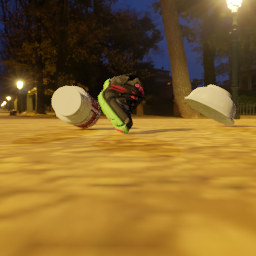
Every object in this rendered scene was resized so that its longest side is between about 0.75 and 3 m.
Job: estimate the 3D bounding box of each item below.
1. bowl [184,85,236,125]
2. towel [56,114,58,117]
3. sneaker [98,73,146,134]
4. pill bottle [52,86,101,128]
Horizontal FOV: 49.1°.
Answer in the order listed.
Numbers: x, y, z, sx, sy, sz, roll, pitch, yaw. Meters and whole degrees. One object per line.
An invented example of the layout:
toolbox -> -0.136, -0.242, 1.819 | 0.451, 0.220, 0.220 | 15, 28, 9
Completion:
bowl -> 2.860, -0.870, 9.319 | 1.810, 0.814, 1.810 | 31, -1, 1
towel -> -2.523, -0.874, 12.080 | 1.122, 0.181, 1.071 | -16, 33, -4
sneaker -> -0.076, -0.656, 5.778 | 0.855, 0.783, 2.042 | -26, 32, 15
pill bottle -> -1.320, -0.534, 7.237 | 0.942, 0.942, 1.667 | 0, -7, 6
